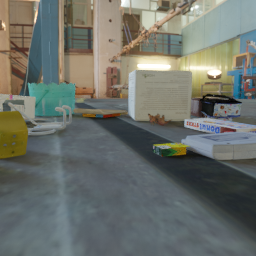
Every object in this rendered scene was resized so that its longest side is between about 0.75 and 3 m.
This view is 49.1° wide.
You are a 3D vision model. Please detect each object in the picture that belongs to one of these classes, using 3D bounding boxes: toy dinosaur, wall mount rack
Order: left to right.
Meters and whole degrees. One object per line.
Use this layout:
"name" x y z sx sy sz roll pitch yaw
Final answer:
"wall mount rack" -3.307 -0.390 10.008 2.391 1.026 2.752 -1 7 -5
"toy dinosaur" 1.287 -0.291 11.641 1.064 0.456 0.721 16 19 1

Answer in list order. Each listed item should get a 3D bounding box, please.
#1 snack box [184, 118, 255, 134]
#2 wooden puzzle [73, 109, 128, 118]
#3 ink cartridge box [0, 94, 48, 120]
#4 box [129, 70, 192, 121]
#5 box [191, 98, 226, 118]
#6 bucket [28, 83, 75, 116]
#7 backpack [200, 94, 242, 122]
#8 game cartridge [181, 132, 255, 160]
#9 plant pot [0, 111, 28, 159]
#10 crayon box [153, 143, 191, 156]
"snack box" 3.211 -0.035 9.799 1.078 0.365 3.000 -3 8 -19
"wooden puzzle" -1.517 -0.834 15.755 2.194 0.442 2.372 5 5 36
"ink cartridge box" -5.165 -0.903 12.276 2.996 1.009 1.755 3 -1 -33
"box" 1.476 -1.631 14.007 2.768 2.371 2.755 1 8 -6
"box" 4.319 -1.184 15.863 1.416 1.060 2.828 -1 10 -9
"bucket" -4.527 -1.757 16.833 2.915 1.896 2.915 0 7 0
"backpack" 4.067 -0.785 12.143 1.557 1.259 1.634 -5 16 0
"game cartridge" 2.534 0.395 6.669 2.102 0.430 1.399 -3 5 -22
"plant pot" -2.765 0.197 6.353 0.817 0.927 0.927 28 24 38
"crayon box" 1.020 0.497 6.558 0.767 0.195 0.487 -3 9 -19
